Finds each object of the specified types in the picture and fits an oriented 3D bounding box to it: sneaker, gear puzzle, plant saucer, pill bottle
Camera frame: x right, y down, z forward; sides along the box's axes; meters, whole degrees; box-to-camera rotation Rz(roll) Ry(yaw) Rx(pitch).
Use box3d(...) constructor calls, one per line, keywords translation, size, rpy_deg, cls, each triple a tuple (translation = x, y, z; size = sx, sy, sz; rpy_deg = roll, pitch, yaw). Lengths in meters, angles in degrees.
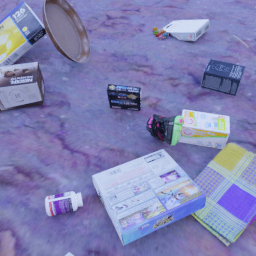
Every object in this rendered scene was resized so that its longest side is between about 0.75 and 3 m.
box3d(translation=(1.044, 0.025, 8.546), size=(0.954, 2.278, 0.874), rpy_deg=(19, 81, -5), cls="sneaker")
box3d(translation=(1.676, -5.157, 15.007), size=(0.631, 0.160, 1.218), rpy_deg=(-32, 49, 1), cls="gear puzzle")
box3d(translation=(-2.599, -4.055, 11.713), size=(0.472, 2.944, 2.944), rpy_deg=(-18, 39, 23), cls="plant saucer")
box3d(translation=(-1.716, 2.020, 7.543), size=(0.939, 0.528, 0.528), rpy_deg=(-9, 45, -9), cls="pill bottle")

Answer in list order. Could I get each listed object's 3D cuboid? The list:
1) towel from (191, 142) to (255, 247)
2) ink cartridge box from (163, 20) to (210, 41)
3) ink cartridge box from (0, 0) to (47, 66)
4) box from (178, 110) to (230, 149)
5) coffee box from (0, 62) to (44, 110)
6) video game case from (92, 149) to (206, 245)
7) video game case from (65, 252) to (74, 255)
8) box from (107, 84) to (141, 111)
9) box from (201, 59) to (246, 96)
box3d(translation=(2.847, 1.628, 7.708), size=(2.653, 0.302, 1.905), rpy_deg=(-39, 53, -17), cls="towel")
box3d(translation=(3.009, -5.306, 15.238), size=(2.267, 0.568, 1.839), rpy_deg=(12, 43, 38), cls="ink cartridge box")
box3d(translation=(-5.347, -4.473, 12.931), size=(2.612, 0.621, 2.643), rpy_deg=(-40, 70, 3), cls="ink cartridge box")
box3d(translation=(2.515, 0.040, 9.377), size=(1.551, 0.786, 0.872), rpy_deg=(10, 44, 10), cls="box")
box3d(translation=(-4.667, -1.542, 10.707), size=(2.691, 1.074, 1.521), rpy_deg=(-9, 44, -7), cls="coffee box")
box3d(translation=(0.493, 1.711, 7.596), size=(2.364, 0.537, 2.143), rpy_deg=(-19, 36, -16), cls="video game case")
box3d(translation=(-1.289, 3.526, 5.992), size=(1.280, 0.161, 1.404), rpy_deg=(26, 32, 24), cls="video game case")
box3d(translation=(-0.119, -1.091, 10.241), size=(1.207, 1.198, 0.300), rpy_deg=(7, 61, 6), cls="box")
box3d(translation=(3.919, -2.115, 11.578), size=(1.491, 0.798, 1.107), rpy_deg=(19, 47, 18), cls="box")
